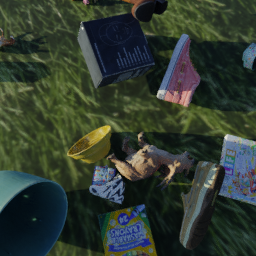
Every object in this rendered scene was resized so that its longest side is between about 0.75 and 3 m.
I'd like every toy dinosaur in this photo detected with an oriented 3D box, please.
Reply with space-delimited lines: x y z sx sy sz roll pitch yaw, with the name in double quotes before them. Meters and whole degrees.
"toy dinosaur" 0.519 1.209 8.881 2.722 1.845 1.168 -19 25 33

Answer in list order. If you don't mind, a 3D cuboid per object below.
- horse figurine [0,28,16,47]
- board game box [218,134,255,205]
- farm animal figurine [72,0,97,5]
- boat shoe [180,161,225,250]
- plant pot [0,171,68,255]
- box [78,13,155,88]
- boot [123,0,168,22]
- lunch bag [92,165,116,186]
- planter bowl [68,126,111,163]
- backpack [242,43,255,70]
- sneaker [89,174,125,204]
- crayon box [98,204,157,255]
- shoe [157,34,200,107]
"horse figurine" -5.408 -3.543 11.422 1.392 0.347 0.922 -36 89 -22
"board game box" 3.836 1.378 9.454 1.401 0.357 2.084 15 69 6
"farm animal figurine" -1.933 -6.128 12.340 1.281 0.668 1.267 4 68 2
"boat shoe" 2.145 2.355 8.874 1.045 0.984 2.745 14 70 39
"plant pot" -3.413 2.413 7.927 2.132 2.656 2.656 15 67 30
"box" -0.474 -2.821 10.213 2.066 1.303 2.102 -18 86 -20
"boot" 0.097 -4.738 10.223 2.185 0.748 2.057 32 50 18
"lunch bag" -0.798 1.667 9.317 0.694 0.434 0.922 7 65 1
"planter bowl" -1.122 0.676 9.354 1.685 1.685 0.702 -35 106 -13
"backpack" 4.894 -2.772 10.906 0.732 0.840 0.955 31 70 29
"sneaker" -0.556 1.735 8.527 1.289 0.515 0.839 30 69 -32
"crayon box" 0.057 3.650 8.403 1.481 0.607 2.355 -12 69 -5
"shoe" 2.159 -2.171 10.607 1.281 1.006 2.816 20 75 7
